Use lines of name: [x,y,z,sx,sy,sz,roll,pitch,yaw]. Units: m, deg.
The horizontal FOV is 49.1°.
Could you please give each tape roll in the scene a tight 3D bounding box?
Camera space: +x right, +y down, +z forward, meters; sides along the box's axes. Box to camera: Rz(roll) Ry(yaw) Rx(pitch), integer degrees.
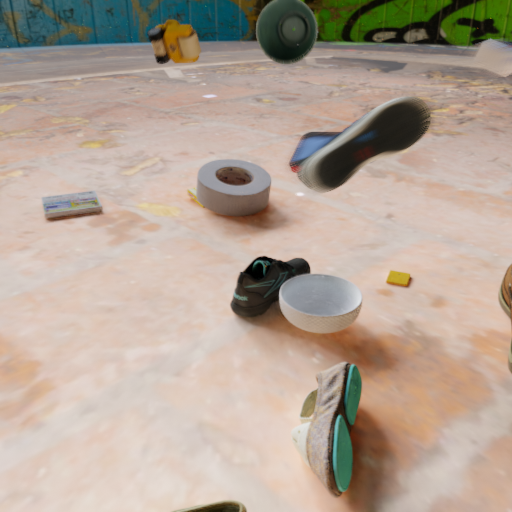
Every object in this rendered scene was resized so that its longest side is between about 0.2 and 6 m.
tape roll: [-0.550,-1.694,13.667,1.809,0.598,1.809,5,36,-3]

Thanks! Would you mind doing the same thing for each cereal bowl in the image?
cereal bowl: [1.034,0.837,9.072,1.350,0.562,1.350,0,27,0]

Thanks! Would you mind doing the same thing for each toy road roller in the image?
toy road roller: [-2.001,-5.487,14.139,1.361,0.837,0.994,6,51,18]

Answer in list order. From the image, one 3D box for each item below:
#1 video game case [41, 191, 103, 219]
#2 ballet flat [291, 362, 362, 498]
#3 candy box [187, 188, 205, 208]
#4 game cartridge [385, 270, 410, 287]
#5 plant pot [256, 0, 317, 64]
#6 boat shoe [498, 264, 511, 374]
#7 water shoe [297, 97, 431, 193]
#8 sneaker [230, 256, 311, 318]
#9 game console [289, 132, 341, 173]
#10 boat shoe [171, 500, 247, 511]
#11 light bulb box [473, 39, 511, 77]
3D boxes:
video game case: [-4.516,-1.266,13.691,1.328,0.147,1.209,-10,28,-20]
ballet flat: [0.823,2.059,6.712,0.711,0.720,2.114,-13,16,21]
candy box: [-0.804,-1.631,14.297,1.701,0.225,0.869,-16,37,-28]
game cartridge: [2.647,0.424,10.447,0.390,0.072,0.442,11,31,20]
plant pot: [0.761,-5.032,12.493,1.349,1.349,0.904,7,26,13]
boat shoe: [4.552,0.673,8.774,1.179,1.114,3.277,8,28,15]
water shoe: [1.804,-2.026,9.742,2.512,0.898,0.991,-30,23,-7]
sneaker: [0.340,0.365,9.778,0.752,0.791,1.995,17,30,33]
game console: [1.373,-2.152,11.545,1.172,0.206,1.325,3,46,25]
boat shoe: [-1.104,2.752,5.165,2.121,0.667,0.774,-6,27,-11]
light bulb box: [4.565,-3.746,10.585,0.664,0.415,0.658,31,38,19]
